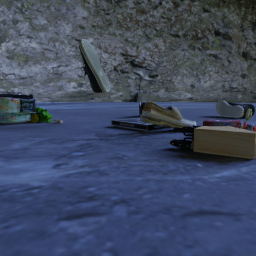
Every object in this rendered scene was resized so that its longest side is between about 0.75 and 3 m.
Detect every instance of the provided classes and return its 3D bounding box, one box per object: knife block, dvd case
[{"bbox_3d":[1.917,0.294,6.732,1.592,0.580,1.813,-2,8,-8],"label":"knife block"},{"bbox_3d":[0.628,-0.184,11.925,1.691,0.278,2.250,-6,11,-41],"label":"dvd case"}]

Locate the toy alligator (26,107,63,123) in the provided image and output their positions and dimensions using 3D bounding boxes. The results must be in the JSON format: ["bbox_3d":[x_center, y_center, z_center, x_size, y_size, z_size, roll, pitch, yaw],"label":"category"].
[{"bbox_3d":[-4.374,-0.683,14.102,2.793,0.758,0.828,4,8,29],"label":"toy alligator"}]

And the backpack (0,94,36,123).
[{"bbox_3d":[-5.649,-0.974,13.349,1.764,1.496,1.987,5,1,31],"label":"backpack"}]

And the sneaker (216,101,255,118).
[{"bbox_3d":[6.687,-1.129,17.436,1.362,0.971,2.747,0,12,-18],"label":"sneaker"}]

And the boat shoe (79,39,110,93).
[{"bbox_3d":[-1.842,-2.982,13.998,0.894,2.872,1.071,-11,28,26],"label":"boat shoe"}]

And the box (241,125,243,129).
[{"bbox_3d":[4.234,-0.046,11.208,0.472,0.184,0.774,-1,7,-10],"label":"box"}]

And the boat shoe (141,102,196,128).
[{"bbox_3d":[1.650,-0.430,10.641,2.385,0.816,0.891,10,1,-27],"label":"boat shoe"}]

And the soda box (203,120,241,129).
[{"bbox_3d":[3.437,-0.059,10.297,1.337,0.424,0.468,3,9,18],"label":"soda box"}]

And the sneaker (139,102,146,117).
[{"bbox_3d":[1.446,-1.182,17.584,1.181,0.918,2.626,-1,4,15],"label":"sneaker"}]

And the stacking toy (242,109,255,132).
[{"bbox_3d":[4.140,-0.155,9.395,0.423,0.906,1.001,16,12,24],"label":"stacking toy"}]
